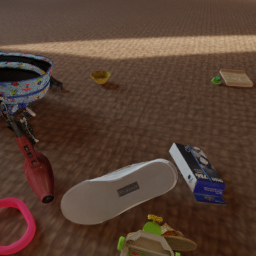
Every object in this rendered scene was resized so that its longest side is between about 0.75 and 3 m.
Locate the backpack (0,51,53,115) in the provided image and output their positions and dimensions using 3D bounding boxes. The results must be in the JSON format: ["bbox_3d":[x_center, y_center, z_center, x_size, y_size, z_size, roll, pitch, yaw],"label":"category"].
[{"bbox_3d":[-4.411,-1.820,10.995,2.967,1.996,2.709,1,34,3],"label":"backpack"}]

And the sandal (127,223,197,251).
[{"bbox_3d":[0.742,2.341,6.236,1.518,0.557,0.499,0,41,9],"label":"sandal"}]

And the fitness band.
[{"bbox_3d":[-2.841,2.275,6.613,1.094,0.285,1.523,-21,41,-32],"label":"fitness band"}]

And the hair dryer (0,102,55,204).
[{"bbox_3d":[-2.585,0.753,7.172,0.712,1.997,2.623,-29,84,-7],"label":"hair dryer"}]

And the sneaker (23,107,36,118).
[{"bbox_3d":[-3.722,-0.517,10.509,0.331,0.327,0.834,-55,33,-6],"label":"sneaker"}]

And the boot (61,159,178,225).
[{"bbox_3d":[-0.127,1.573,7.115,2.932,1.078,1.401,-19,-9,9],"label":"boot"}]

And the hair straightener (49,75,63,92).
[{"bbox_3d":[-3.735,-2.093,12.906,0.829,0.441,2.155,-27,47,-33],"label":"hair straightener"}]

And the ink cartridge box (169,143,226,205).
[{"bbox_3d":[1.954,1.207,7.738,1.004,0.396,2.019,12,31,-24],"label":"ink cartridge box"}]

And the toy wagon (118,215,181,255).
[{"bbox_3d":[0.397,2.585,5.632,1.267,0.323,1.633,14,55,6],"label":"toy wagon"}]

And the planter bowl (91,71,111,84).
[{"bbox_3d":[-1.279,-2.337,13.178,0.939,0.391,0.939,0,34,0],"label":"planter bowl"}]

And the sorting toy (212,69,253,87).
[{"bbox_3d":[4.821,-2.355,13.308,1.843,0.271,1.362,4,39,-1],"label":"sorting toy"}]
